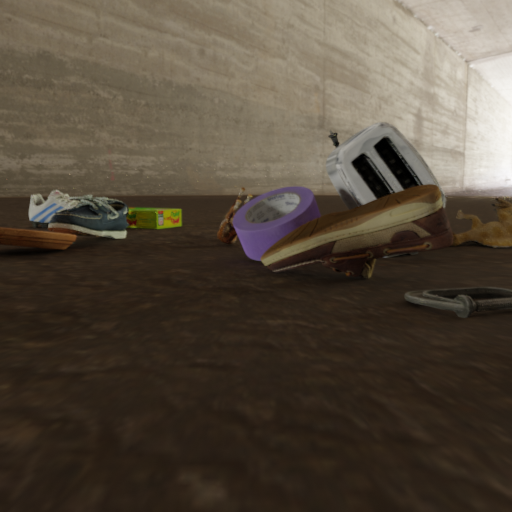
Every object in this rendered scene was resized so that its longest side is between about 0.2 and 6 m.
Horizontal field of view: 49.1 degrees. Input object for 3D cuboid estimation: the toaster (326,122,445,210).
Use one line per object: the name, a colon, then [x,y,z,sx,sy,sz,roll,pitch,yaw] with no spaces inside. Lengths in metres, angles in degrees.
toaster: [2.048,-1.249,9.117,1.321,2.325,1.502,-35,3,5]

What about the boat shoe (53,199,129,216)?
boat shoe: [-3.864,-0.971,13.534,0.648,0.785,2.097,4,10,38]

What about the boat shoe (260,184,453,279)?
boat shoe: [1.187,-0.087,6.925,2.459,0.885,0.887,-19,14,30]

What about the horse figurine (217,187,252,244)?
horse figurine: [-0.428,-0.644,10.837,0.429,1.138,1.717,25,18,-8]

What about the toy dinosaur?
toy dinosaur: [4.771,-0.481,10.713,2.984,0.868,1.509,-8,20,9]

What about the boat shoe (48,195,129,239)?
boat shoe: [-3.199,-0.785,11.046,0.991,0.819,2.647,11,3,13]

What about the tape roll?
tape roll: [0.336,-0.509,8.558,1.300,0.552,1.300,-17,27,9]

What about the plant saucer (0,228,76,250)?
plant saucer: [-3.926,-0.296,9.638,1.572,0.294,1.572,6,0,0]

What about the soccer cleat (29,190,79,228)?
soccer cleat: [-4.877,-1.200,14.483,2.274,0.982,0.794,2,8,12]

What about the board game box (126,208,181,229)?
board game box: [-3.116,-1.024,15.048,2.014,0.480,1.023,5,9,31]

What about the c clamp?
c clamp: [2.285,0.411,5.397,1.521,0.206,1.300,-2,8,-15]

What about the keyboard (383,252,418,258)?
keyboard: [1.746,-0.219,10.315,0.794,0.150,2.820,-4,8,-28]
